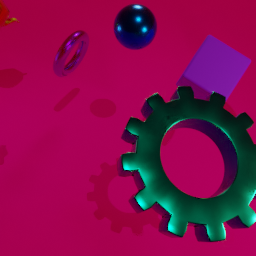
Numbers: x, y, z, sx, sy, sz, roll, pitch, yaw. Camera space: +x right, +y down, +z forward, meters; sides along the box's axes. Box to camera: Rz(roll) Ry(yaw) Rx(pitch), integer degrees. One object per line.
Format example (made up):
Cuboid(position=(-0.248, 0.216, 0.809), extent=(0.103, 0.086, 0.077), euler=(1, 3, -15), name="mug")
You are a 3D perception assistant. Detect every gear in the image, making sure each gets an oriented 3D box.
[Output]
Cuboid(position=(0.891, 0.427, 3.765), extent=(2.023, 0.374, 2.023), euler=(4, 68, -10), name="gear")

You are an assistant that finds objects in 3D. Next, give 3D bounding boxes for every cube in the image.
Cuboid(position=(1.712, -1.126, 5.811), extent=(0.971, 0.971, 0.971), euler=(33, 89, 3), name="cube")

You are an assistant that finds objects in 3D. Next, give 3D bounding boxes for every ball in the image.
Cuboid(position=(0.146, -2.016, 5.613), extent=(0.878, 0.878, 0.878), euler=(0, 46, 0), name="ball")

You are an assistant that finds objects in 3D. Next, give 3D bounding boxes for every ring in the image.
Cuboid(position=(-1.441, -1.886, 7.172), extent=(0.267, 1.336, 1.336), euler=(35, 52, 3), name="ring")

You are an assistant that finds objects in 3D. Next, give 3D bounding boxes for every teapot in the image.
Cuboid(position=(-3.512, -3.150, 7.171), extent=(0.938, 1.915, 1.191), euler=(-35, 71, -1), name="teapot")
